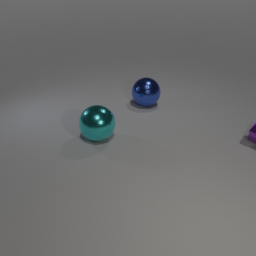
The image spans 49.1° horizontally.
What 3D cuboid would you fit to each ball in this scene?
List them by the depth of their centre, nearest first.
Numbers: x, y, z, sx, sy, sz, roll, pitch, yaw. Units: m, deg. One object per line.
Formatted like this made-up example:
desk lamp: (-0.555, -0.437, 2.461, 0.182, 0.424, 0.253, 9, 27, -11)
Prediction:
ball: (-1.182, -0.186, 10.752, 1.400, 1.400, 1.400, 0, 29, 0)
ball: (0.874, -1.734, 13.536, 1.400, 1.400, 1.400, 0, 29, 0)

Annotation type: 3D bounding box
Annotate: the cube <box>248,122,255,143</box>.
cube: (4.924, 0.165, 10.275, 0.700, 0.700, 0.700, 33, 75, 31)
